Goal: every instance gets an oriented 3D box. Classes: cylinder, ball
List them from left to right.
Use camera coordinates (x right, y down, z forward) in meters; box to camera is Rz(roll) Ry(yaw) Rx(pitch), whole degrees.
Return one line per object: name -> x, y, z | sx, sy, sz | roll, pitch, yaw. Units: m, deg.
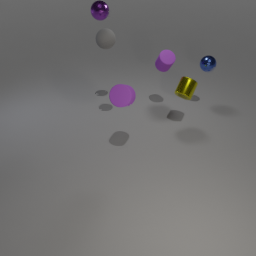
ball -> -1.050, -4.392, 10.478 | 0.700, 0.700, 0.700 | 0, 32, 0
ball -> -0.781, -3.118, 9.804 | 0.700, 0.700, 0.700 | 0, 32, 0
cylinder -> -0.164, -1.008, 8.747 | 0.700, 0.700, 0.700 | 7, 8, 12
cylinder -> 1.578, -2.849, 11.912 | 0.700, 0.700, 0.700 | 3, 75, -11
cylinder -> 2.278, -1.554, 10.991 | 0.700, 0.700, 0.700 | 26, -3, 2
ball -> 3.451, -2.770, 12.076 | 0.700, 0.700, 0.700 | 0, 32, 0
